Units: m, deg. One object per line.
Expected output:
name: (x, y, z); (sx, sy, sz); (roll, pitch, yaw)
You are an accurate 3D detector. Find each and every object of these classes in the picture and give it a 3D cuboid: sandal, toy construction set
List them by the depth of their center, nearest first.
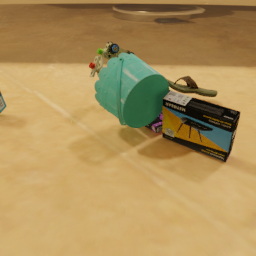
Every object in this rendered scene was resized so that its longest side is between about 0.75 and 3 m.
toy construction set: (-0.350, -1.749, 8.176); (1.888, 1.238, 0.870); (13, 18, -46)
sandal: (1.905, -1.328, 8.538); (1.757, 0.501, 0.698); (9, 21, -10)

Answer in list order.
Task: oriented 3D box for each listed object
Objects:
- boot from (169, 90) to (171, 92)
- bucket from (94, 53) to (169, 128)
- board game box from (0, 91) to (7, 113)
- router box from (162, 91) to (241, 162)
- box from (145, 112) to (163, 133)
boot: (1.052, -1.062, 8.145); (1.705, 0.643, 0.628); (9, -3, -7)
bucket: (0.117, -0.854, 6.747); (1.657, 1.657, 1.078); (-22, 44, -30)
board game box: (-4.460, -1.031, 7.666); (1.794, 1.355, 0.421); (-2, 34, 9)
router box: (1.588, -0.047, 6.364); (1.645, 1.227, 0.420); (22, 49, 29)
box: (0.711, -0.252, 7.657); (0.797, 0.201, 1.114); (-19, 32, -32)
